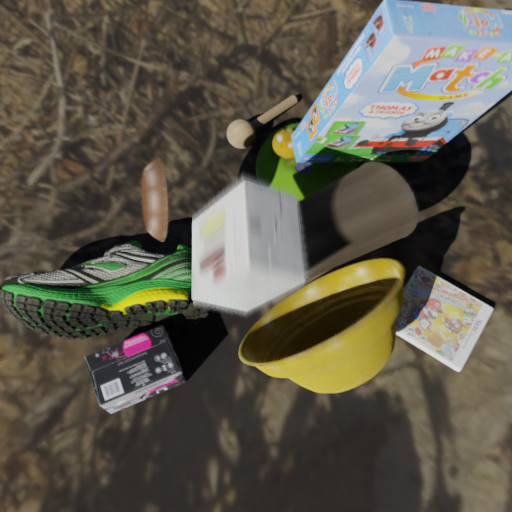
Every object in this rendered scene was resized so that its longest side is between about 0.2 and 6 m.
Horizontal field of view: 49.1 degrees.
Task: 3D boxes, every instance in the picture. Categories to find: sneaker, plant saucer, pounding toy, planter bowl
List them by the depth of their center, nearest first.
[{"bbox_3d":[-1.451,-0.778,7.890,0.216,1.182,1.182,-5,63,-18],"label":"plant saucer"},{"bbox_3d":[1.147,1.178,8.045,2.633,2.633,1.097,-34,102,-15],"label":"planter bowl"},{"bbox_3d":[-2.368,0.497,8.821,3.142,1.226,1.339,-1,56,-11],"label":"sneaker"},{"bbox_3d":[0.761,-2.039,9.963,1.866,1.122,2.418,-35,69,-16],"label":"pounding toy"}]

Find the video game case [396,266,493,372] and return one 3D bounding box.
[{"bbox_3d":[2.927,0.982,9.014,1.365,0.156,1.242,32,68,15],"label":"video game case"}]

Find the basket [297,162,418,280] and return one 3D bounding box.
[{"bbox_3d":[1.146,-0.446,8.275,1.852,1.670,1.259,-27,99,-16],"label":"basket"}]

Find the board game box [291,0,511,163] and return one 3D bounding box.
[{"bbox_3d":[2.128,-2.216,7.846,2.370,3.133,0.573,-3,73,-17],"label":"board game box"}]

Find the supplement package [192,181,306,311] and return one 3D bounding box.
[{"bbox_3d":[-0.136,-0.079,7.037,0.887,1.206,1.153,16,58,-34],"label":"supplement package"}]

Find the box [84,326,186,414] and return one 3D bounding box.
[{"bbox_3d":[-1.774,1.712,8.351,1.232,0.707,0.814,-22,67,-9],"label":"box"}]
